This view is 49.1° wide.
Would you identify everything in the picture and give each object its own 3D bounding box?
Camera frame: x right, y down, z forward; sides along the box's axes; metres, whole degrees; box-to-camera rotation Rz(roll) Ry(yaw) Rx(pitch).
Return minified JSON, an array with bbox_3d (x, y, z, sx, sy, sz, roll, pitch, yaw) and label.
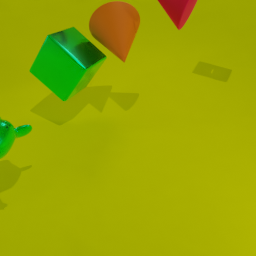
[{"bbox_3d":[-1.626,-1.765,7.711,1.290,1.290,1.290,42,35,-3],"label":"cube"},{"bbox_3d":[-2.607,0.290,5.232,0.917,1.095,1.522,38,48,15],"label":"monkey head"},{"bbox_3d":[0.917,-2.973,6.290,1.114,1.110,1.110,30,48,9],"label":"cone"},{"bbox_3d":[-0.229,-2.258,7.382,1.434,1.434,1.439,-8,61,-9],"label":"cone"}]
